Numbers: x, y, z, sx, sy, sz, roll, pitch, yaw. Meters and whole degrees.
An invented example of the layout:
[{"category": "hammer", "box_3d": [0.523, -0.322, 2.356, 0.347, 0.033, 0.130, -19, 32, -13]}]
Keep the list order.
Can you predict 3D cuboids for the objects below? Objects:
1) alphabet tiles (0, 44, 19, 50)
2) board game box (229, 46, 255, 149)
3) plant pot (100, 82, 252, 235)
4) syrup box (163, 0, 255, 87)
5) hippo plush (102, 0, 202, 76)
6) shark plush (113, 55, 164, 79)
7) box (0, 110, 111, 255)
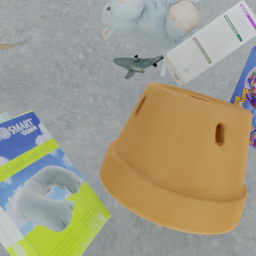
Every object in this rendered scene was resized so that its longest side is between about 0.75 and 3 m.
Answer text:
[{"category": "alphabet tiles", "box_3d": [-4.194, -2.507, 8.601, 1.306, 0.049, 1.092, 1, 23, 1]}, {"category": "board game box", "box_3d": [2.620, -0.457, 5.225, 0.419, 1.871, 1.258, -31, 55, -32]}, {"category": "plant pot", "box_3d": [1.032, 0.318, 5.204, 2.731, 2.731, 1.911, 19, 105, 11]}, {"category": "syrup box", "box_3d": [1.945, -1.948, 6.660, 2.128, 0.838, 0.866, -34, 93, 3]}, {"category": "hippo plush", "box_3d": [0.518, -3.204, 7.413, 2.236, 2.781, 2.215, 15, 73, -7]}, {"category": "shark plush", "box_3d": [0.280, -1.738, 7.605, 1.420, 0.591, 0.645, 12, 68, 40]}, {"category": "box", "box_3d": [-1.740, 0.968, 4.911, 2.952, 0.703, 1.800, 53, 30, -1]}]
